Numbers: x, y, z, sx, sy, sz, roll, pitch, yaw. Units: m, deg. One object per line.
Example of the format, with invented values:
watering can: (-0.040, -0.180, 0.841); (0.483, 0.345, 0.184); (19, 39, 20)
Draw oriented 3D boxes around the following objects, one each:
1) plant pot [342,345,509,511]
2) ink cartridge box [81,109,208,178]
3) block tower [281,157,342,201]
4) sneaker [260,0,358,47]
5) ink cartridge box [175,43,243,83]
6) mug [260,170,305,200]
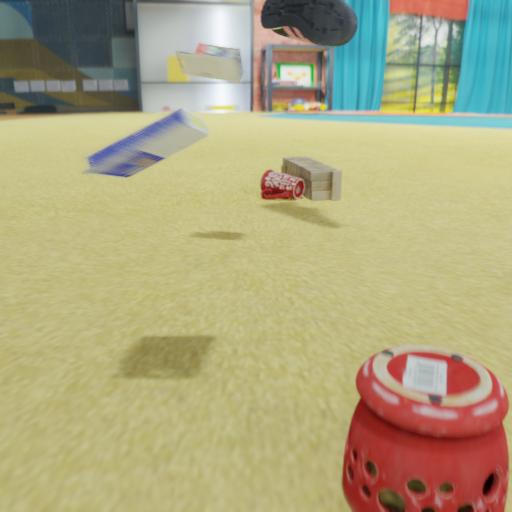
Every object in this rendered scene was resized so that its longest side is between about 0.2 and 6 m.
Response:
plant pot: (1.220, 1.279, 3.978); (1.145, 1.043, 1.145); (2, 19, -1)
ink cartridge box: (-1.000, -1.014, 5.099); (0.980, 0.233, 0.992); (-24, 0, 10)
block tower: (1.380, -2.084, 14.786); (0.799, 0.747, 2.765); (-6, 18, -15)
sneaker: (1.196, -4.466, 10.662); (1.060, 0.907, 2.584); (3, 26, -39)
ink cartridge box: (-0.772, -3.240, 9.352); (1.048, 0.264, 0.571); (12, -22, 10)
mug: (0.638, -1.658, 13.985); (0.977, 0.868, 0.652); (17, -12, 33)
